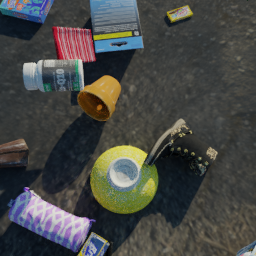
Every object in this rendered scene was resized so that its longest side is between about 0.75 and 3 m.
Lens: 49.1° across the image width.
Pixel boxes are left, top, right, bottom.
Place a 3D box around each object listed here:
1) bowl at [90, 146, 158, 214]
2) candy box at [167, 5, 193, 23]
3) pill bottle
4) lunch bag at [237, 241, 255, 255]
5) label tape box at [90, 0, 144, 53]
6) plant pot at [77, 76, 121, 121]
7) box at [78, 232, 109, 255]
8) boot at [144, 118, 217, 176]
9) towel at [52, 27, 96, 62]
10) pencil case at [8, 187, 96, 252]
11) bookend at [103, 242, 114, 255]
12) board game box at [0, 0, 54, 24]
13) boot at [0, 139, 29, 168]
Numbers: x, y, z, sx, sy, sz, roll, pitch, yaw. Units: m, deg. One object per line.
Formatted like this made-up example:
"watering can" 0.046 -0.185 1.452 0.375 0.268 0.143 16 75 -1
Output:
"bowl" -0.143 1.784 10.328 2.643 1.422 2.643 0 71 0
"candy box" 2.515 -5.551 13.629 1.144 0.151 0.585 -21 74 -7
"pill bottle" -2.405 -1.714 9.219 1.829 1.034 1.034 -3 70 -6
"lunch bag" 4.190 5.174 9.096 2.356 1.498 1.998 -44 74 -4
"label tape box" -0.535 -4.528 12.833 2.148 0.943 2.978 -6 70 -2
"plant pot" -1.044 -1.334 11.500 1.560 1.560 1.428 27 57 9
"box" -1.364 4.407 9.058 0.601 0.654 1.868 24 67 20
"boot" 2.044 0.984 10.526 2.079 1.010 2.761 41 45 10
"towel" -1.903 -2.973 10.053 1.705 0.192 1.233 -17 101 -46
"pencil case" -2.723 3.235 9.925 2.913 1.222 1.245 24 68 6
"bookend" -1.351 4.658 9.669 1.527 0.708 1.537 7 70 2
"board game box" -4.895 -6.078 13.639 2.133 0.480 1.622 14 71 5
"boot" -5.078 0.639 11.083 2.313 0.743 2.156 -12 84 -1
